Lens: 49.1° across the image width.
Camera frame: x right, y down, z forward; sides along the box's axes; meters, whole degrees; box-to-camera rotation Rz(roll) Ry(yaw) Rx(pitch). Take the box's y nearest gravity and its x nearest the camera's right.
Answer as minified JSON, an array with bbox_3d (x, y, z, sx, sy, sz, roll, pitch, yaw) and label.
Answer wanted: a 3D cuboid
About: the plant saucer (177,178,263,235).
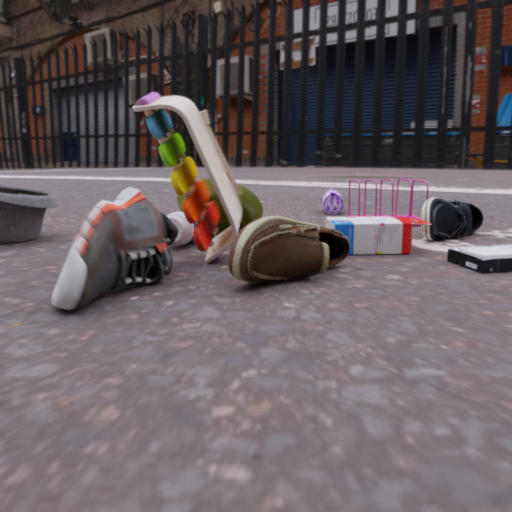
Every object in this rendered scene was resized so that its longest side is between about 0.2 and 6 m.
[{"bbox_3d":[-0.734,-0.878,10.993,1.724,0.268,1.724,7,-31,4],"label":"plant saucer"}]

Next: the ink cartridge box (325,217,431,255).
[{"bbox_3d":[2.094,-0.366,9.775,1.652,0.555,0.960,0,11,-2],"label":"ink cartridge box"}]

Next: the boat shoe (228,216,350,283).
[{"bbox_3d":[0.587,-0.092,7.663,0.887,0.885,2.397,14,16,30],"label":"boat shoe"}]

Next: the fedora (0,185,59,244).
[{"bbox_3d":[-5.058,-0.816,10.691,2.352,1.062,2.080,5,9,-35],"label":"fedora"}]

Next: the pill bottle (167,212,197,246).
[{"bbox_3d":[-1.348,-0.502,10.130,0.600,0.600,1.080,2,7,12],"label":"pill bottle"}]

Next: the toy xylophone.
[{"bbox_3d":[-0.902,-1.320,8.842,0.693,2.758,2.019,-20,12,11],"label":"toy xylophone"}]

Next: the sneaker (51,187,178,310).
[{"bbox_3d":[-1.588,-0.078,7.126,1.134,1.067,2.770,30,26,-6],"label":"sneaker"}]

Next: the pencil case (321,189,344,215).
[{"bbox_3d":[2.117,-1.494,15.384,0.612,0.624,1.459,6,13,3],"label":"pencil case"}]

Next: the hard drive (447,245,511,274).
[{"bbox_3d":[3.770,0.033,8.564,1.352,0.256,0.944,-2,12,-12],"label":"hard drive"}]

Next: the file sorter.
[{"bbox_3d":[3.068,-1.283,13.163,1.686,1.057,1.172,-1,11,-3],"label":"file sorter"}]

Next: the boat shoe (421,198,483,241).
[{"bbox_3d":[3.864,-0.734,11.051,0.697,0.836,2.240,2,5,40],"label":"boat shoe"}]
